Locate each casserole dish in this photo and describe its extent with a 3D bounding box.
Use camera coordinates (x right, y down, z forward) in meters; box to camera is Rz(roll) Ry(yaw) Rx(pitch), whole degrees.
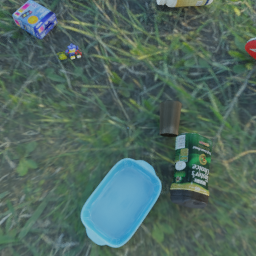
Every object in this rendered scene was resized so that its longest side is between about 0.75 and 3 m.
[{"bbox_3d":[-0.179,2.210,8.438,1.653,0.530,2.730,35,75,13],"label":"casserole dish"}]

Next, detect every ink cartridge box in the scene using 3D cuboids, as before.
[{"bbox_3d":[-3.633,-4.329,11.287,1.587,0.606,1.083,33,71,11],"label":"ink cartridge box"}]

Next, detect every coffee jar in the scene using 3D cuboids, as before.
[{"bbox_3d":[1.943,1.312,8.550,1.132,0.926,2.170,21,68,-31],"label":"coffee jar"}]

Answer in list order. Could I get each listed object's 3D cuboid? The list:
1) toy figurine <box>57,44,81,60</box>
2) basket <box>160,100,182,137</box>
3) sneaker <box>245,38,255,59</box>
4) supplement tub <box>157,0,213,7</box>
[{"bbox_3d":[-2.220,-2.970,10.584,0.930,0.557,0.490,-16,59,-23],"label":"toy figurine"},{"bbox_3d":[1.406,-0.282,9.450,0.734,0.973,1.080,7,76,-6],"label":"basket"},{"bbox_3d":[5.294,-2.248,10.193,1.147,1.040,2.700,-41,73,-10],"label":"sneaker"},{"bbox_3d":[2.302,-5.775,11.339,2.199,1.588,1.588,-4,67,-2],"label":"supplement tub"}]
